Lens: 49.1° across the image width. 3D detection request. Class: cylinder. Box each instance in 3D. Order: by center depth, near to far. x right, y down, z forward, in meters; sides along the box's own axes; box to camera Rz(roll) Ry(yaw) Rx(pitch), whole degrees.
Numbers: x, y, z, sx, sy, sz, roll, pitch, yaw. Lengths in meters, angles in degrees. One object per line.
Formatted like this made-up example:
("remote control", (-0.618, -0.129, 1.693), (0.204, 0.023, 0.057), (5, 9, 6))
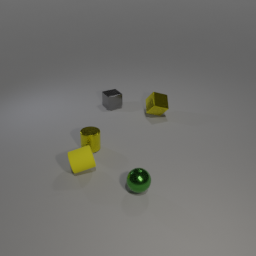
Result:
("cylinder", (-1.425, 0.969, 8.659), (0.700, 0.700, 0.700), (-18, 33, -6))
("cylinder", (-1.312, 0.404, 9.808), (0.700, 0.700, 0.700), (2, 28, -1))

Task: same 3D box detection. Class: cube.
("cube", (1.219, -1.011, 11.826), (0.700, 0.700, 0.700), (10, 63, -24))
("cube", (-0.713, -1.285, 12.715), (0.700, 0.700, 0.700), (-16, 34, -25))

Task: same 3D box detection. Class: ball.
("ball", (0.303, 1.467, 7.874), (0.700, 0.700, 0.700), (0, 30, 0))
